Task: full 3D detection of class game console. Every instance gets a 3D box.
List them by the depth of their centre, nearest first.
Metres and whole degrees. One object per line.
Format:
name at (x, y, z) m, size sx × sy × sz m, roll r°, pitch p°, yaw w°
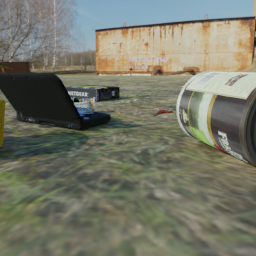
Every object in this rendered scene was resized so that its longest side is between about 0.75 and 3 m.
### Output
game console at (-2.046, -0.831, 7.831) m, size 2.509 × 1.460 × 2.207 m, roll 8°, pitch 15°, yaw 31°

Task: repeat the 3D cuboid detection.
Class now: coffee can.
coffee can at (2.020, -0.251, 5.044) m, size 1.519 × 1.519 × 2.076 m, roll -4°, pitch 13°, yaw -17°

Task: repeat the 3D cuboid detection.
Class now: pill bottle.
pill bottle at (-1.583, -0.751, 9.646) m, size 0.879 × 0.511 × 0.511 m, roll -4°, pitch 13°, yaw -15°

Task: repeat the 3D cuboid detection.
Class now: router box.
router box at (-1.830, -1.764, 13.943) m, size 2.271 × 0.593 × 1.785 m, roll 9°, pitch 15°, yaw 35°

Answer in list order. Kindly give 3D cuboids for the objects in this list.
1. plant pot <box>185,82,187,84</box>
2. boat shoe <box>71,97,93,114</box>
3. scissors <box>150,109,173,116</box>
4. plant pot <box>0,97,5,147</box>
plant pot at (2.226, -1.042, 9.642) m, size 1.008 × 1.078 × 1.008 m, roll 0°, pitch 13°, yaw 0°
boat shoe at (-1.539, -0.691, 8.293) m, size 1.251 × 0.445 × 0.436 m, roll 8°, pitch 15°, yaw 34°
scissors at (1.040, -0.523, 9.659) m, size 1.289 × 0.090 × 0.471 m, roll -14°, pitch 21°, yaw -43°
plant pot at (-3.079, -0.110, 5.101) m, size 1.249 × 1.416 × 1.416 m, roll 11°, pitch 14°, yaw 4°
